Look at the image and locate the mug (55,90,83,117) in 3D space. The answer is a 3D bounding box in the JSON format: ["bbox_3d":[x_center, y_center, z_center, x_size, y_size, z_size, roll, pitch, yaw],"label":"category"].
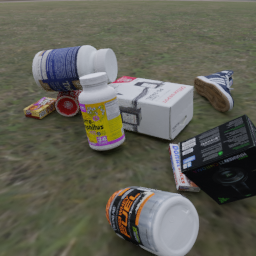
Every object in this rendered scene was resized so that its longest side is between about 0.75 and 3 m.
[{"bbox_3d":[-1.639,-0.982,8.615,1.144,0.860,1.289,-2,33,-1],"label":"mug"}]

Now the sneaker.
[{"bbox_3d":[3.122,-1.275,9.076,1.197,0.773,2.206,-13,30,-7],"label":"sneaker"}]

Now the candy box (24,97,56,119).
[{"bbox_3d":[-2.604,-0.617,8.533,0.569,0.275,0.975,10,33,22],"label":"candy box"}]

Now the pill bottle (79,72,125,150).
[{"bbox_3d":[-0.641,-0.396,6.546,0.883,1.694,0.883,-10,19,3],"label":"pill bottle"}]

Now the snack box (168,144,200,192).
[{"bbox_3d":[1.175,0.814,5.957,0.455,0.154,1.265,6,36,-6],"label":"snack box"}]

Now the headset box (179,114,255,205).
[{"bbox_3d":[1.775,0.635,4.757,1.243,1.428,0.662,-27,39,31],"label":"headset box"}]

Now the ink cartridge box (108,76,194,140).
[{"bbox_3d":[0.479,-0.652,7.807,2.321,0.968,1.686,13,31,28],"label":"ink cartridge box"}]

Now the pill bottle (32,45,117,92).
[{"bbox_3d":[-1.415,-1.614,7.669,2.103,1.167,1.167,-1,28,20],"label":"pill bottle"}]

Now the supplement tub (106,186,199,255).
[{"bbox_3d":[0.280,1.325,4.155,0.843,0.843,1.377,-21,7,-33],"label":"supplement tub"}]
